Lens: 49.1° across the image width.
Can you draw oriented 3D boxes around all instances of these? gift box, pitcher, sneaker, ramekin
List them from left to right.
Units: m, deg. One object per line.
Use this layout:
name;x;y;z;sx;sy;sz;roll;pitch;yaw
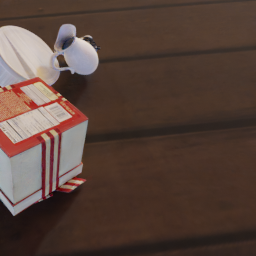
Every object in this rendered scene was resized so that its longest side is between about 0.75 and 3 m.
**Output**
ramekin;-3.387;-2.036;8.921;1.038;2.229;2.229;-33;50;30
gift box;-2.402;0.458;7.273;2.646;2.471;2.442;-24;56;-39
pitcher;-1.851;-2.382;9.566;1.074;1.772;1.520;28;84;27
sneaker;-1.697;-2.942;10.548;0.801;0.531;1.407;42;60;17
